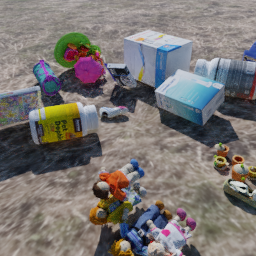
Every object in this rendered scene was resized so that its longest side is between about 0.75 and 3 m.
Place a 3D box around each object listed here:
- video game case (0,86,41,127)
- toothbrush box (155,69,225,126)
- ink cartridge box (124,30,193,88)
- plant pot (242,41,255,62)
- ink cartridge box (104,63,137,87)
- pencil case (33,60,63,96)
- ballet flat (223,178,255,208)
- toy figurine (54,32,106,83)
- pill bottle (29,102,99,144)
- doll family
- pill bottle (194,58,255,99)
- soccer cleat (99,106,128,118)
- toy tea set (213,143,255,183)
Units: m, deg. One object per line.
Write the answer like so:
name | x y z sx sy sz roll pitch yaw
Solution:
video game case | -4.580 -0.626 10.272 2.710 1.941 0.244 -17 67 -25
toothbrush box | 2.570 -1.340 11.721 2.326 0.992 1.703 28 62 34
ink cartridge box | 1.451 -3.544 14.334 2.848 2.060 2.097 29 44 36
plant pot | 6.770 -3.152 14.052 1.681 1.870 1.870 -31 47 -26
ink cartridge box | -0.418 -2.525 13.439 1.369 1.356 0.297 12 63 34
pencil case | -3.966 -2.472 13.702 0.966 1.049 2.269 -14 37 -24
ballet flat | 3.415 1.863 7.929 1.464 0.518 0.518 24 41 30
toy figurine | -2.110 -3.379 14.810 2.865 2.151 2.637 0 41 -41
pill bottle | -2.313 -0.217 10.228 2.340 1.278 1.278 -11 36 -14
doll family | 0.129 2.289 6.935 2.934 1.322 1.821 43 44 22
pill bottle | 4.586 -2.346 12.989 2.871 1.663 1.663 12 36 19
soccer cleat | -0.597 -0.614 11.660 1.192 0.416 0.515 0 51 2
toy tea set | 3.374 1.040 8.968 1.037 0.645 1.744 -20 39 -26
